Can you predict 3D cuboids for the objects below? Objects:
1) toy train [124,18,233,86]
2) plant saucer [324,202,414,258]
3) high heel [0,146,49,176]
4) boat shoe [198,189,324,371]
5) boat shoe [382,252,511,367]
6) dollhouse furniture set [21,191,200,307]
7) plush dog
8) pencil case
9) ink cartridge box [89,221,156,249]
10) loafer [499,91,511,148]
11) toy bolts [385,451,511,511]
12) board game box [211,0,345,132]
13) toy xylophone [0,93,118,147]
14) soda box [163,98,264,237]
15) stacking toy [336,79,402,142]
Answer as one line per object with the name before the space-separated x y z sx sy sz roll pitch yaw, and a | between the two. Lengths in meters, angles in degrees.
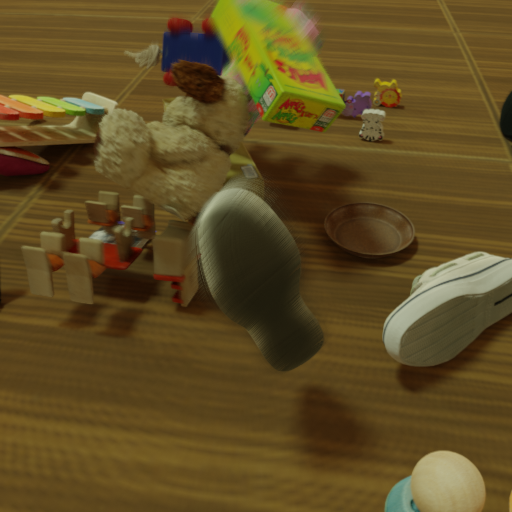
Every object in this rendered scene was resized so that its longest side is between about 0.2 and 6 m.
toy train | -1.009 -3.559 10.046 2.586 1.095 1.497 22 21 40
plant saucer | 1.774 -0.370 8.870 1.402 0.256 1.402 1 39 -1
high heel | -5.277 -1.451 10.137 2.800 1.346 0.944 8 17 -20
boat shoe | 0.016 0.223 5.148 0.822 2.231 0.716 -33 44 -3
boat shoe | 2.451 0.613 7.234 2.755 1.013 0.920 -13 29 -34
dollhouse furniture set | -1.833 0.015 7.733 1.977 1.029 1.998 8 28 12
plush dog | -0.777 -1.476 7.343 1.814 1.942 2.261 30 0 6
pencil case | 0.120 -2.910 8.916 1.019 1.019 2.330 24 61 27
ink cartridge box | -2.109 -0.333 8.902 0.787 0.172 0.795 14 39 17
loafer | 5.553 -2.626 11.373 0.782 0.788 2.164 10 47 -4
toy bolts | 2.188 2.245 4.610 2.142 1.486 2.046 17 42 20
board game box | 0.270 -2.698 7.676 1.090 0.511 2.146 1 54 -37
toy xylophone | -4.506 -2.768 10.868 2.391 0.820 3.265 22 25 27
soda box | -0.821 -1.627 9.735 1.061 1.122 3.314 -10 40 -12
stacking toy | 1.710 -3.345 12.365 2.735 0.643 2.062 10 38 16
